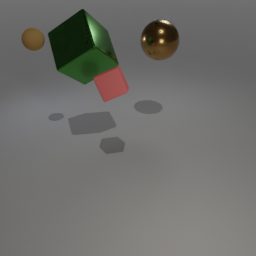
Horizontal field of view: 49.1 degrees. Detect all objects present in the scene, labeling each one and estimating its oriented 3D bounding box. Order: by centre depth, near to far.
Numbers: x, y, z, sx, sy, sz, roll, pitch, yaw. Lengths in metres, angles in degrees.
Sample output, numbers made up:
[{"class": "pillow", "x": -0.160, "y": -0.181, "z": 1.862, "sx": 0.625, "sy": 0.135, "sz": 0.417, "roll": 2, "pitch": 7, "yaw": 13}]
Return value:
[{"class": "cube", "x": -0.432, "y": -1.203, "z": 7.566, "sx": 0.700, "sy": 0.700, "sz": 0.700, "roll": -21, "pitch": 15, "yaw": 10}, {"class": "cube", "x": -1.357, "y": -2.415, "z": 8.602, "sx": 1.400, "sy": 1.400, "sz": 1.400, "roll": -25, "pitch": -20, "yaw": 21}, {"class": "ball", "x": -2.996, "y": -2.802, "z": 8.852, "sx": 0.700, "sy": 0.700, "sz": 0.700, "roll": 0, "pitch": 29, "yaw": 0}, {"class": "ball", "x": 1.141, "y": -3.143, "z": 10.060, "sx": 1.400, "sy": 1.400, "sz": 1.400, "roll": 0, "pitch": 29, "yaw": 0}]
